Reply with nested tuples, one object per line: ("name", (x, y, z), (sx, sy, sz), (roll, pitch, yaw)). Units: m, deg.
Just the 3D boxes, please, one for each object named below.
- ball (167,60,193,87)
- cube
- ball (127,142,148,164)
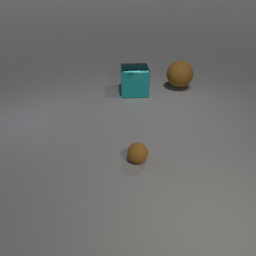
("ball", (2.767, -2.877, 14.917), (1.400, 1.400, 1.400), (0, 29, 0))
("cube", (0.341, -2.455, 14.394), (1.400, 1.400, 1.400), (-2, 29, -3))
("ball", (0.324, 0.823, 9.266), (0.700, 0.700, 0.700), (0, 29, 0))
